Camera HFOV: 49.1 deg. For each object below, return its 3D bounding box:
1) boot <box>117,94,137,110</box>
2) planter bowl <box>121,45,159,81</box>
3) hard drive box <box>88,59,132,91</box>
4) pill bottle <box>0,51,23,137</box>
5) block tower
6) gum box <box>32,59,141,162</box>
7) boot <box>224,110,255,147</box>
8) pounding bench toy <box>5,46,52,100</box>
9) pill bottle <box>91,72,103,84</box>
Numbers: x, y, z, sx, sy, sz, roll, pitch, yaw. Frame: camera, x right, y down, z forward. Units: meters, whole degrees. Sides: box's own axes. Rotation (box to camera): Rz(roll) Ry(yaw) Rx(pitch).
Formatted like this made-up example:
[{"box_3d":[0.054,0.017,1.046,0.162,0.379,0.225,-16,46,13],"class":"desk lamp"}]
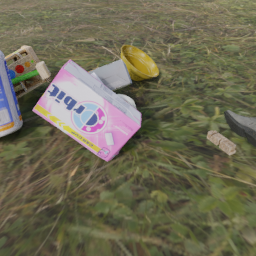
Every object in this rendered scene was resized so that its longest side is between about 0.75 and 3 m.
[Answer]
[{"box_3d":[-0.957,-0.325,8.376,2.260,0.818,1.630,0,27,44],"class":"boot"},{"box_3d":[0.316,-2.524,11.626,1.870,0.779,1.870,26,37,-21],"class":"planter bowl"},{"box_3d":[-0.737,-1.575,9.386,1.590,0.783,2.040,-20,7,5],"class":"hard drive box"},{"box_3d":[-4.161,-1.267,7.833,1.676,2.991,1.676,-8,18,3],"class":"pill bottle"},{"box_3d":[2.707,0.403,8.110,0.251,0.268,0.928,-18,39,-23],"class":"block tower"},{"box_3d":[-0.917,-0.362,7.080,2.432,1.380,0.804,36,25,-14],"class":"gum box"},{"box_3d":[3.584,-0.182,7.902,1.067,0.553,1.634,-32,39,-3],"class":"boot"},{"box_3d":[-3.748,-1.812,9.653,1.670,1.330,2.141,-36,31,-17],"class":"pounding bench toy"},{"box_3d":[-1.390,-0.890,7.903,1.515,0.852,0.852,-35,38,4],"class":"pill bottle"}]
